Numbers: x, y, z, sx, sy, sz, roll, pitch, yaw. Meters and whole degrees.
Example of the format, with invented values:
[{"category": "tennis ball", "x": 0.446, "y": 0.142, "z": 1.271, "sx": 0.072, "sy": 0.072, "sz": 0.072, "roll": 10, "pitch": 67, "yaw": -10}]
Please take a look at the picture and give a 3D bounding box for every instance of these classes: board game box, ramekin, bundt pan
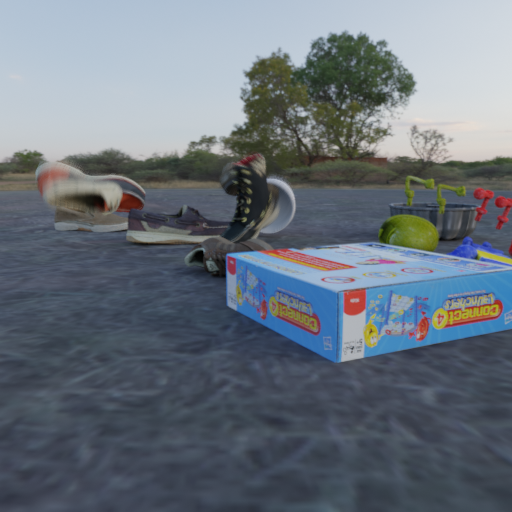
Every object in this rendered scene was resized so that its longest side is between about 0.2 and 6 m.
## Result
[{"category": "board game box", "x": 1.290, "y": 0.405, "z": 6.904, "sx": 2.535, "sy": 0.724, "sz": 2.589, "roll": -5, "pitch": 10, "yaw": -26}, {"category": "ramekin", "x": 0.364, "y": -1.402, "z": 15.033, "sx": 1.446, "sy": 1.446, "sz": 0.759, "roll": 2, "pitch": 19, "yaw": 11}, {"category": "bundt pan", "x": 4.719, "y": -0.919, "z": 14.864, "sx": 2.367, "sy": 0.888, "sz": 2.367, "roll": -1, "pitch": 9, "yaw": 0}]

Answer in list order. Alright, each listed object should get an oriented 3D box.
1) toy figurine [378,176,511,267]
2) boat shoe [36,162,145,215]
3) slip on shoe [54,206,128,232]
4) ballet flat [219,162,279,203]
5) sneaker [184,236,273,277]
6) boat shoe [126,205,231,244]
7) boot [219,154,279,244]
[{"category": "toy figurine", "x": 3.198, "y": -0.060, "z": 7.829, "sx": 2.609, "sy": 1.376, "sz": 1.563, "roll": 16, "pitch": 24, "yaw": -6}, {"category": "boat shoe", "x": -3.717, "y": -1.388, "z": 13.009, "sx": 2.789, "sy": 0.993, "sz": 0.873, "roll": 13, "pitch": 39, "yaw": -48}, {"category": "slip on shoe", "x": -4.810, "y": -1.136, "z": 16.651, "sx": 2.475, "sy": 0.750, "sz": 0.941, "roll": 2, "pitch": 9, "yaw": 13}, {"category": "ballet flat", "x": -0.180, "y": -1.718, "z": 13.946, "sx": 0.974, "sy": 0.670, "sz": 2.890, "roll": -32, "pitch": -17, "yaw": 16}, {"category": "sneaker", "x": -0.445, "y": 0.135, "z": 9.470, "sx": 0.764, "sy": 0.712, "sz": 2.023, "roll": -29, "pitch": 21, "yaw": -31}, {"category": "boat shoe", "x": -1.748, "y": -0.791, "z": 13.852, "sx": 2.878, "sy": 0.933, "sz": 1.035, "roll": -2, "pitch": 9, "yaw": -15}, {"category": "boot", "x": -0.310, "y": -1.142, "z": 11.994, "sx": 0.739, "sy": 1.545, "sz": 2.046, "roll": 9, "pitch": 36, "yaw": 34}]
